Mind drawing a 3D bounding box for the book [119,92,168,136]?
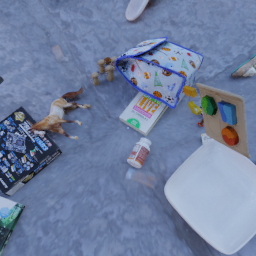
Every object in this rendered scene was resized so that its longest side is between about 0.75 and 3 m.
[{"bbox_3d":[0.640,-0.678,9.797,1.129,0.406,1.689,32,72,16],"label":"book"}]

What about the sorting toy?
[{"bbox_3d":[1.999,-0.287,6.711,0.289,1.608,2.158,-27,26,-12],"label":"sorting toy"}]

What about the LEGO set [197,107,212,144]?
[{"bbox_3d":[3.056,-0.160,9.638,1.340,0.440,1.794,-6,78,-3],"label":"LEGO set"}]

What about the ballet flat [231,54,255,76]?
[{"bbox_3d":[4.605,-2.299,10.356,1.781,0.606,0.599,-37,81,-13],"label":"ballet flat"}]

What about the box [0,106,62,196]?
[{"bbox_3d":[-3.645,0.689,9.096,2.140,0.536,2.156,-41,73,-16],"label":"box"}]

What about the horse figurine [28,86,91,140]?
[{"bbox_3d":[-2.172,-0.477,9.418,1.523,0.573,2.298,8,52,6],"label":"horse figurine"}]

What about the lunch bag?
[{"bbox_3d":[1.034,-2.112,9.477,2.439,1.510,2.073,28,41,15],"label":"lunch bag"}]

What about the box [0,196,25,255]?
[{"bbox_3d":[-4.102,2.942,8.237,1.360,0.342,1.884,18,69,8],"label":"box"}]

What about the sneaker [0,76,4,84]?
[{"bbox_3d":[-4.442,-1.582,8.339,1.645,0.728,0.610,11,48,26],"label":"sneaker"}]

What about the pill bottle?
[{"bbox_3d":[0.392,0.794,9.061,0.513,0.513,0.914,26,69,11],"label":"pill bottle"}]

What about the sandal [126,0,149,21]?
[{"bbox_3d":[0.871,-5.584,11.656,1.109,0.830,2.896,30,90,41],"label":"sandal"}]

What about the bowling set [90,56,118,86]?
[{"bbox_3d":[-0.751,-2.281,10.199,1.525,0.819,1.062,-19,69,-8],"label":"bowling set"}]

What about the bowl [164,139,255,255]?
[{"bbox_3d":[2.665,1.973,8.302,2.653,0.992,2.657,-41,72,-15],"label":"bowl"}]
